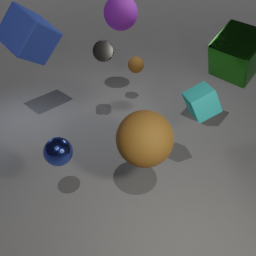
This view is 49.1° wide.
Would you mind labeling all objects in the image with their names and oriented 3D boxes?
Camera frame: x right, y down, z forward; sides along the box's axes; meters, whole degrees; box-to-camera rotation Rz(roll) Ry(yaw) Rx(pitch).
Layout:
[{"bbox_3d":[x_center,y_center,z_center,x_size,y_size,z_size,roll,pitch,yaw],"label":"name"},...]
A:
[{"bbox_3d":[-3.515,-3.308,9.977,1.400,1.400,1.400,41,15,18],"label":"cube"},{"bbox_3d":[0.343,-2.725,12.092,0.700,0.700,0.700,0,33,0],"label":"ball"},{"bbox_3d":[3.650,-2.466,9.345,1.400,1.400,1.400,33,74,30],"label":"cube"},{"bbox_3d":[-0.862,-2.664,9.661,0.700,0.700,0.700,-3,19,-4],"label":"cylinder"},{"bbox_3d":[-1.667,0.564,6.688,0.700,0.700,0.700,0,33,0],"label":"ball"},{"bbox_3d":[0.403,0.262,6.775,1.400,1.400,1.400,0,33,0],"label":"ball"},{"bbox_3d":[1.962,-0.690,7.451,0.700,0.700,0.700,-29,32,4],"label":"cube"},{"bbox_3d":[-0.302,-4.737,11.526,1.400,1.400,1.400,0,33,0],"label":"ball"}]
